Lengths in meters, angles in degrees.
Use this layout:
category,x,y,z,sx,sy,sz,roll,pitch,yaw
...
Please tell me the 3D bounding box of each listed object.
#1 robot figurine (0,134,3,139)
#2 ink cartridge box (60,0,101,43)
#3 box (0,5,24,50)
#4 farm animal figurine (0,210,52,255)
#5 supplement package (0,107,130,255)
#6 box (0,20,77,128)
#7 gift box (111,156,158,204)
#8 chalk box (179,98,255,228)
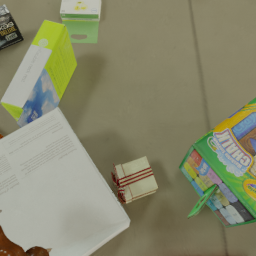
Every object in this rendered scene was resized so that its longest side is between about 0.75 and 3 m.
category,x,y,z,sx,sy,sz,roll,pitch,yaw
robot figurine,-3.920,0.218,6.727,1.612,0.469,1.169,23,70,8
ink cartridge box,-1.404,-3.227,8.187,1.136,0.374,1.561,2,66,0
box,-3.653,-2.555,7.520,1.363,1.074,0.339,-29,71,-12
farm animal figurine,-1.231,1.767,2.515,1.667,1.038,2.065,-9,90,20
supplement package,-1.612,1.484,5.458,2.405,1.850,2.515,-32,71,-12
box,-2.029,-1.008,6.624,0.608,1.556,2.552,17,69,6
gift box,0.105,1.117,6.145,0.853,0.913,0.843,-19,64,-6
chalk box,2.255,0.828,5.792,2.804,1.744,1.736,-32,72,-14
